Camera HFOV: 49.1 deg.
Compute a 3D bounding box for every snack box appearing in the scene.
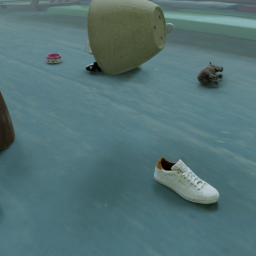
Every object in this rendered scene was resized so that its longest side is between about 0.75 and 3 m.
[{"bbox_3d":[-0.704,-3.774,14.342,2.481,0.657,1.764,20,10,29],"label":"snack box"}]

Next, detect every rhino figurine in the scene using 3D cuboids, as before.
[{"bbox_3d":[3.898,-2.617,13.068,1.007,0.688,2.302,14,32,24],"label":"rhino figurine"}]

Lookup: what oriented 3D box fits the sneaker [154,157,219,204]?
[{"bbox_3d":[1.377,1.215,6.708,1.675,0.709,0.610,21,35,28],"label":"sneaker"}]

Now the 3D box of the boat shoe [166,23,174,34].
[{"bbox_3d":[1.134,-3.104,8.872,0.856,0.294,0.242,-11,28,48],"label":"boat shoe"}]

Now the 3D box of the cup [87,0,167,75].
[{"bbox_3d":[0.149,-2.796,8.139,1.674,2.341,2.341,0,28,27],"label":"cup"}]

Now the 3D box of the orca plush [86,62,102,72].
[{"bbox_3d":[-1.469,-3.017,14.151,1.353,0.481,0.712,-21,-9,-47],"label":"orca plush"}]

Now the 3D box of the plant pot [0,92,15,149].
[{"bbox_3d":[-4.212,-0.434,8.227,1.612,1.725,1.612,7,27,-4],"label":"plant pot"}]

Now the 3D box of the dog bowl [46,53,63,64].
[{"bbox_3d":[-4.082,-3.843,15.419,0.919,0.339,0.919,0,30,0],"label":"dog bowl"}]
